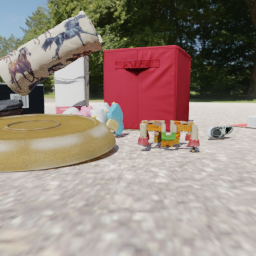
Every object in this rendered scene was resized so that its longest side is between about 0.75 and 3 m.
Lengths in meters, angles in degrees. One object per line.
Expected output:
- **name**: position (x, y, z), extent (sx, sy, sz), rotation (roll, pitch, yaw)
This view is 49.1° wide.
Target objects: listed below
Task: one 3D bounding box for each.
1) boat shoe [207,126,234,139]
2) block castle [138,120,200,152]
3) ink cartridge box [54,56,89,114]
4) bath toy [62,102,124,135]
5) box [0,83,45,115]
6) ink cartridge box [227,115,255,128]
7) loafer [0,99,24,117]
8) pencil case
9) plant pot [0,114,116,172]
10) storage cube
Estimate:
- **boat shoe**: position (2.107, 0.084, 6.337), extent (0.751, 0.277, 0.256), rotation (-3, -6, -36)
- **block castle**: position (0.729, 0.150, 5.139), extent (1.080, 0.507, 0.722), rotation (1, 8, 5)
- **ink cartridge box**: position (-2.144, -1.624, 10.937), extent (1.130, 2.731, 2.001), rotation (0, 6, -3)
- **bath toy**: position (-0.968, -0.145, 7.119), extent (1.884, 0.696, 0.819), rotation (0, 37, 39)
- **box**: position (-5.681, -1.276, 13.107), extent (2.471, 1.558, 2.514), rotation (5, 8, 38)
- **ink cartridge box**: position (4.421, -0.230, 9.076), extent (1.779, 0.398, 1.568), rotation (-4, 8, -33)
- **loafer**: position (-3.737, -0.168, 7.211), extent (0.892, 0.781, 2.481), rotation (9, 20, 31)
- **pencil case**: position (-2.104, -2.090, 7.935), extent (2.963, 1.153, 1.325), rotation (-32, -9, -3)
- **plant pot**: position (-1.667, 0.098, 4.981), extent (2.910, 0.400, 2.910), rotation (0, 11, 0)
- **storage cube**: position (0.662, -1.172, 8.786), extent (2.218, 2.333, 2.595), rotation (3, 8, 22)
